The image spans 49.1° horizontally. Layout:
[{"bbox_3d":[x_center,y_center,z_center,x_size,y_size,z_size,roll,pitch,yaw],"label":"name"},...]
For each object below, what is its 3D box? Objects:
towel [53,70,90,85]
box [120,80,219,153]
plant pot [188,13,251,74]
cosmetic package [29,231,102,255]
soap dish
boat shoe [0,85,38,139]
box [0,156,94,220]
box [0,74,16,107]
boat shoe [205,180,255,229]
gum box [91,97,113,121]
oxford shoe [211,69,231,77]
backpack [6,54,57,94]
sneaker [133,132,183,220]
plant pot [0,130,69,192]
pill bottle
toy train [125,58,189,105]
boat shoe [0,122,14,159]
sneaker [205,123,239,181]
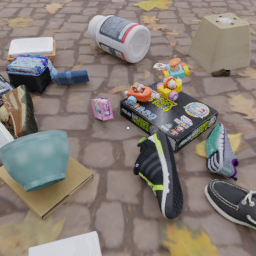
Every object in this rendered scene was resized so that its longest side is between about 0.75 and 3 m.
[{"bbox_3d":[-2.364,-2.150,11.787,1.424,0.795,0.345,-7,76,-4],"label":"towel"},{"bbox_3d":[1.424,-0.563,10.168,2.248,0.621,2.806,-31,50,-30],"label":"box"},{"bbox_3d":[4.389,-4.094,13.096,2.205,1.953,2.203,-13,44,-15],"label":"plant pot"},{"bbox_3d":[-1.383,2.981,6.313,1.562,0.578,0.794,-11,43,-9],"label":"cosmetic package"},{"bbox_3d":[-4.507,-3.576,13.329,2.117,0.860,1.666,-8,43,-8],"label":"soap dish"},{"bbox_3d":[-3.883,-0.407,9.779,1.098,1.124,2.972,-19,39,-9],"label":"boat shoe"},{"bbox_3d":[-2.491,1.372,8.316,2.315,0.246,1.892,30,51,29],"label":"box"},{"bbox_3d":[-5.563,-1.487,11.291,1.523,0.481,1.931,-31,51,-29],"label":"box"},{"bbox_3d":[3.333,2.100,7.026,1.092,0.892,2.957,-32,51,-30],"label":"boat shoe"},{"bbox_3d":[-0.920,-0.688,9.874,0.392,0.672,1.185,-16,15,-19],"label":"gum box"},{"bbox_3d":[4.160,-2.507,12.526,0.862,0.364,0.313,-3,44,-1],"label":"oxford shoe"},{"bbox_3d":[-3.953,-2.467,11.832,1.691,1.246,1.852,9,42,11],"label":"backpack"},{"bbox_3d":[0.780,1.356,8.046,1.204,1.042,2.907,-19,39,15],"label":"sneaker"},{"bbox_3d":[-2.350,0.961,7.456,1.816,1.816,1.216,-16,78,-17],"label":"plant pot"},{"bbox_3d":[-0.520,-4.460,13.645,2.919,1.745,1.745,33,51,30],"label":"pill bottle"},{"bbox_3d":[1.095,-1.835,10.227,1.978,0.732,2.633,15,51,29],"label":"toy train"},{"bbox_3d":[-4.339,0.300,9.101,0.791,0.775,2.220,-35,51,-28],"label":"boat shoe"},{"bbox_3d":[3.001,0.755,8.837,0.934,0.794,2.134,32,42,-7],"label":"sneaker"}]
